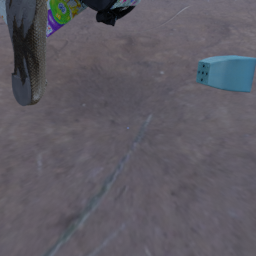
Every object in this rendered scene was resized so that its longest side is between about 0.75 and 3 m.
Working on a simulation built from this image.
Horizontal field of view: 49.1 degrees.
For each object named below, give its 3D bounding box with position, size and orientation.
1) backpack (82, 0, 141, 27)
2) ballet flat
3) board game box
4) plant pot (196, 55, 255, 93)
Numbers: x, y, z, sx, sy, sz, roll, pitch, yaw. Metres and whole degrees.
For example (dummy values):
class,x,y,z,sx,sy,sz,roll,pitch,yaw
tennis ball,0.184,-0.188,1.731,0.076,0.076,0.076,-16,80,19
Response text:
class,x,y,z,sx,sy,sz,roll,pitch,yaw
backpack,-0.375,-4.106,7.249,2.450,1.858,2.936,50,36,1
ballet flat,-1.185,-1.087,3.482,0.580,1.722,0.399,26,31,31
board game box,-2.226,-3.667,7.981,1.336,1.312,2.547,4,45,36
plant pot,1.849,-1.062,5.446,0.928,0.655,0.656,-4,19,-20
